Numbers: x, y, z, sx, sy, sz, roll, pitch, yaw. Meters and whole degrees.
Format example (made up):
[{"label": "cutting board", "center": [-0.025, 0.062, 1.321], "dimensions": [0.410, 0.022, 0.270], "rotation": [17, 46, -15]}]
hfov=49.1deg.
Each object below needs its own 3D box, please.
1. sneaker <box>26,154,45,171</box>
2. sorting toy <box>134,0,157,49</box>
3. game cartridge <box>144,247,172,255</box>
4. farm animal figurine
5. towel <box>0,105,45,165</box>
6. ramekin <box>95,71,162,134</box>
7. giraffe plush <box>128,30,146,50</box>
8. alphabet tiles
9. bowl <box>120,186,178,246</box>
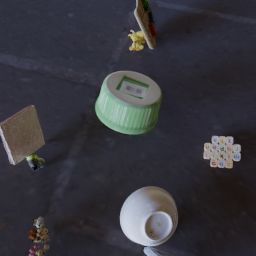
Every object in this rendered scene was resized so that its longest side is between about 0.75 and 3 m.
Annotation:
[{"label": "sneaker", "center": [-2.577, 1.024, 7.842], "dimensions": [0.340, 0.920, 0.372], "rotation": [-16, 71, 0]}, {"label": "sorting toy", "center": [0.552, -4.195, 9.783], "dimensions": [0.319, 2.381, 1.774], "rotation": [-13, 47, 21]}, {"label": "game cartridge", "center": [1.012, 3.097, 6.429], "dimensions": [1.189, 0.791, 0.243], "rotation": [27, 74, -14]}, {"label": "farm animal figurine", "center": [-2.152, 2.794, 6.962], "dimensions": [0.460, 0.882, 0.872], "rotation": [-2, 18, -6]}, {"label": "towel", "center": [-2.963, 0.188, 7.903], "dimensions": [0.213, 1.319, 1.259], "rotation": [11, 33, 28]}, {"label": "ramekin", "center": [0.062, -0.813, 8.054], "dimensions": [1.896, 0.926, 1.896], "rotation": [9, 43, -9]}, {"label": "giraffe plush", "center": [0.378, -3.174, 10.376], "dimensions": [0.810, 0.699, 0.657], "rotation": [8, 78, -37]}, {"label": "alphabet tiles", "center": [2.802, 0.707, 8.348], "dimensions": [1.034, 0.075, 1.012], "rotation": [2, 61, 17]}, {"label": "bowl", "center": [0.624, 2.255, 6.853], "dimensions": [1.530, 0.687, 1.530], "rotation": [-1, 94, -15]}]
